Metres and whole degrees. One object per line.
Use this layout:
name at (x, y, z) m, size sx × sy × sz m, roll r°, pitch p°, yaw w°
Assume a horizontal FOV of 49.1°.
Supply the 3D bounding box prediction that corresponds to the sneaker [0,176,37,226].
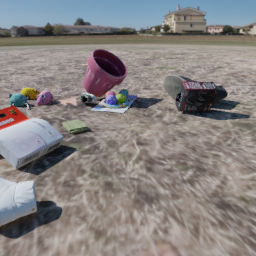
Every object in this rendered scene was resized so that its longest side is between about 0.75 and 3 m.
sneaker at (-2.386, 1.266, 5.646) m, size 0.958 × 0.611 × 1.657 m, roll -12°, pitch 33°, yaw -33°

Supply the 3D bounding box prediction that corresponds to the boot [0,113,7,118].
boot at (-4.886, -0.801, 9.914) m, size 1.993 × 1.379 × 0.772 m, roll -8°, pitch 22°, yaw -22°

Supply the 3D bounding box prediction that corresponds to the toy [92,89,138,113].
toy at (-0.527, -1.334, 12.470) m, size 1.413 × 0.579 × 2.454 m, roll 5°, pitch 21°, yaw 16°

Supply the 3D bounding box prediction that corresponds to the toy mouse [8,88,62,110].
toy mouse at (-4.395, -1.394, 12.703) m, size 2.655 × 0.514 × 2.359 m, roll -2°, pitch 21°, yaw -7°

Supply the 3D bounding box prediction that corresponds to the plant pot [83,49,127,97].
plant pot at (-1.238, -2.461, 13.204) m, size 1.890 × 1.692 × 1.890 m, roll 24°, pitch 40°, yaw -22°

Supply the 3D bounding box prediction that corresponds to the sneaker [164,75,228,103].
sneaker at (3.118, -1.778, 13.227) m, size 1.530 × 1.077 × 2.880 m, roll -12°, pitch 33°, yaw -41°

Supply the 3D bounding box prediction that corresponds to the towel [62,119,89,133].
towel at (-1.831, -0.058, 9.660) m, size 0.701 × 0.172 × 0.945 m, roll -13°, pitch 25°, yaw -29°

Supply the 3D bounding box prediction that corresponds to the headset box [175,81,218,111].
headset box at (2.640, -1.251, 11.191) m, size 1.517 × 1.129 × 0.586 m, roll -1°, pitch 44°, yaw -12°

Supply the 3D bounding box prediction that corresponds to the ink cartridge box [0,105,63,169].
ink cartridge box at (-3.052, 0.037, 7.705) m, size 2.017 × 0.576 × 1.640 m, roll 43°, pitch 34°, yaw 9°

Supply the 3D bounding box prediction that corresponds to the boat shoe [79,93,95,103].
boat shoe at (-1.910, -1.318, 12.350) m, size 0.391 × 0.434 × 1.228 m, roll -15°, pitch 13°, yaw -33°
